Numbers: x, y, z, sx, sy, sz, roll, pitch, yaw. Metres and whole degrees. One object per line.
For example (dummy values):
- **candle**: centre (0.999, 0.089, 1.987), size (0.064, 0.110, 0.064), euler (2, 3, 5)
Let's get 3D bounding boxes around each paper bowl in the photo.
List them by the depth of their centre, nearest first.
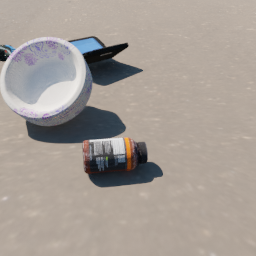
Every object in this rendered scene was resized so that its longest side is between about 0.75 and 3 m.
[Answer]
- **paper bowl**: centre (-2.197, -1.214, 7.929), size (2.394, 1.245, 2.394), euler (-1, 74, 5)

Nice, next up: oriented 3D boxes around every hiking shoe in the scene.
- **hiking shoe**: centre (-4.153, -2.581, 10.465), size (1.962, 0.730, 0.851), euler (39, 40, 12)

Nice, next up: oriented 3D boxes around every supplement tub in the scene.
- **supplement tub**: centre (-0.288, 0.601, 6.234), size (1.403, 0.750, 0.750), euler (-3, 34, -8)

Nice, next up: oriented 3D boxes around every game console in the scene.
- **game console**: centre (-1.486, -3.303, 11.188), size (2.257, 1.313, 1.985), euler (-26, 7, -36)
